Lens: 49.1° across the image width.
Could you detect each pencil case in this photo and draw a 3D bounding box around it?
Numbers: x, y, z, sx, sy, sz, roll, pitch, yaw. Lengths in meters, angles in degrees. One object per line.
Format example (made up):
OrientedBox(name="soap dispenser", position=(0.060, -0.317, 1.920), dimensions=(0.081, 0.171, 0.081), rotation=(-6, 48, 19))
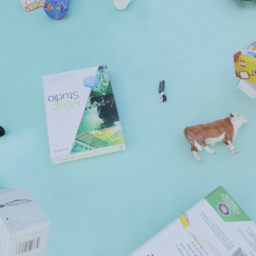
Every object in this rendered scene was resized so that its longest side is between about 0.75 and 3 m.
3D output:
OrientedBox(name="pencil case", position=(-2.604, -5.210, 10.816), dimensions=(0.934, 0.839, 2.150), rotation=(4, 63, 2))

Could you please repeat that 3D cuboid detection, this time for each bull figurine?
OrientedBox(name="bull figurine", position=(2.602, 0.213, 8.121), dimensions=(1.944, 0.633, 1.180), rotation=(-12, 63, -6))

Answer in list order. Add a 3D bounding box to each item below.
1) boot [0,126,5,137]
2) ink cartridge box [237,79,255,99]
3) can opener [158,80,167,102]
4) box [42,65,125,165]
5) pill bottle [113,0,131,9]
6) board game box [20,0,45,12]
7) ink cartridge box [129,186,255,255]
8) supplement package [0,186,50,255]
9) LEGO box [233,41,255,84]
OrientedBox(name="boot", position=(-4.375, -0.192, 8.438), dimensions=(1.320, 0.488, 1.081), rotation=(-10, 61, -3))
OrientedBox(name="ink cartridge box", position=(4.180, -1.532, 9.150), dimensions=(0.983, 0.417, 0.716), rotation=(-38, 68, -16))
OrientedBox(name="can opener", position=(1.116, -1.183, 9.119), dimensions=(0.271, 0.214, 0.815), rotation=(20, 60, -29))
OrientedBox(name="box", position=(-1.405, -0.509, 8.550), dimensions=(2.129, 0.536, 2.951), rotation=(-12, 64, -6))
OrientedBox(name="pill bottle", position=(-0.159, -5.304, 10.929), dimensions=(0.723, 0.723, 1.330), rotation=(11, 64, 5))
OrientedBox(name="board game box", position=(-3.692, -5.102, 11.093), dimensions=(1.054, 0.244, 0.799), rotation=(-24, 65, -12))
OrientedBox(name="ink cartridge box", position=(1.614, 2.921, 6.171), dimensions=(2.752, 1.155, 1.993), rotation=(-28, 66, -25))
OrientedBox(name="supplement package", position=(-1.882, 1.588, 4.688), dimensions=(0.666, 0.669, 1.140), rotation=(-3, 24, -42))
OrientedBox(name="LEGO box", position=(4.021, -1.700, 7.234), dimensions=(1.477, 0.765, 1.984), rotation=(-32, 36, -11))
